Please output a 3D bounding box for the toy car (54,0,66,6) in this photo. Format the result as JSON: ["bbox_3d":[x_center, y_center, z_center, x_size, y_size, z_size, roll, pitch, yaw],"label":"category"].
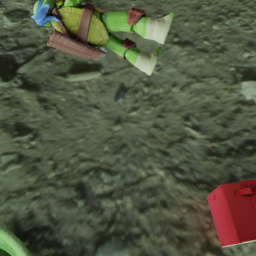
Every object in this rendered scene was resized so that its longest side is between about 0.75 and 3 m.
[{"bbox_3d":[-2.482,-4.986,10.129,0.768,0.973,0.799,17,60,10],"label":"toy car"}]

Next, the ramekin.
[{"bbox_3d":[-2.819,3.278,4.833,2.991,1.461,2.991,0,59,0],"label":"ramekin"}]

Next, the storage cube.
[{"bbox_3d":[2.453,1.790,5.893,1.083,1.268,1.139,-8,65,-5],"label":"storage cube"}]

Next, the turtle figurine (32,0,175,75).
[{"bbox_3d":[-0.397,-2.332,5.818,2.560,1.900,2.641,22,20,0],"label":"turtle figurine"}]
